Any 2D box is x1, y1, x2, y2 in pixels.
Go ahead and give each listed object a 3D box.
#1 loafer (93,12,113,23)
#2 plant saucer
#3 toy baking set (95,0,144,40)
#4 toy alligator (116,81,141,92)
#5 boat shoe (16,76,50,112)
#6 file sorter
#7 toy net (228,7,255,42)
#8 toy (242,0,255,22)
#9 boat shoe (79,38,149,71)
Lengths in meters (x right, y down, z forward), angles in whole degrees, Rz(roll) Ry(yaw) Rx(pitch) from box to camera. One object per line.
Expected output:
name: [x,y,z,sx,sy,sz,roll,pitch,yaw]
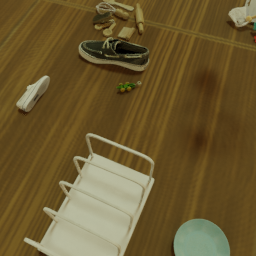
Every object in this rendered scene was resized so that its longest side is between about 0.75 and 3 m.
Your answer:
loafer: [-0.856,-3.685,9.473,0.786,0.265,0.299,1,70,33]
plant saucer: [1.563,2.581,6.021,1.182,0.227,1.182,0,61,1]
toy baking set: [-0.295,-3.892,9.658,1.680,0.255,2.189,0,61,0]
toy alligator: [0.022,-1.201,8.193,0.760,0.183,0.252,-11,60,-12]
boat shoe: [-2.694,-1.046,7.941,0.404,0.455,1.237,25,62,9]
file sorter: [-0.640,1.606,5.822,1.725,1.548,2.486,21,62,11]
toy net: [4.216,-3.371,9.324,1.909,0.369,1.001,29,98,21]
toy: [5.182,-4.018,9.439,2.316,0.547,1.334,16,89,25]
boat shoe: [-0.437,-2.401,8.548,2.257,0.719,0.798,13,61,7]
